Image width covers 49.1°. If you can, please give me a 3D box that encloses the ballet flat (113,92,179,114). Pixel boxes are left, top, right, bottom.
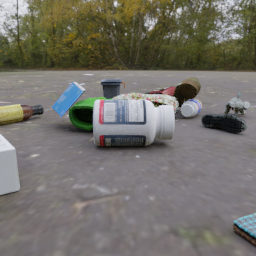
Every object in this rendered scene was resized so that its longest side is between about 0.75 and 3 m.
[{"bbox_3d":[0.541,-0.780,10.290,2.647,1.001,0.846,-3,34,6],"label":"ballet flat"}]

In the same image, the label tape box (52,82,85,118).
[{"bbox_3d":[-1.879,-0.931,8.857,0.459,1.045,1.449,41,4,-10],"label":"label tape box"}]

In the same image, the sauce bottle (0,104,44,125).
[{"bbox_3d":[-3.869,-0.513,9.804,0.629,0.629,1.906,11,15,36],"label":"sauce bottle"}]

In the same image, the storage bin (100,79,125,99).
[{"bbox_3d":[-0.739,-1.872,14.132,1.184,1.092,1.626,1,15,2],"label":"storage bin"}]

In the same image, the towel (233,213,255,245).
[{"bbox_3d":[2.658,1.272,3.437,2.190,0.238,1.606,-7,15,-26],"label":"towel"}]

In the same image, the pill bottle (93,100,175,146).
[{"bbox_3d":[0.130,-0.130,7.101,1.947,1.164,1.164,1,14,-2],"label":"pill bottle"}]

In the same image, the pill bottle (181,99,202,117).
[{"bbox_3d":[2.376,-0.740,10.578,0.624,0.624,1.114,7,15,25],"label":"pill bottle"}]

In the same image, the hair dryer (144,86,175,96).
[{"bbox_3d":[1.905,-1.829,15.427,1.844,0.658,2.421,-14,7,3],"label":"hair dryer"}]

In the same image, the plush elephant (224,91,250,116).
[{"bbox_3d":[4.184,-0.813,10.718,0.813,0.988,0.765,10,34,11],"label":"plush elephant"}]

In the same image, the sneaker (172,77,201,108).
[{"bbox_3d":[2.391,-1.640,10.965,0.802,1.073,2.391,37,-12,2],"label":"sneaker"}]

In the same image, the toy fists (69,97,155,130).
[{"bbox_3d":[-0.350,-0.388,8.636,2.820,0.970,1.438,5,22,14],"label":"toy fists"}]

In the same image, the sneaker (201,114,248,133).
[{"bbox_3d":[3.034,-0.218,8.683,0.595,0.566,1.500,-9,17,-38],"label":"sneaker"}]

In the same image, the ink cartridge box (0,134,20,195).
[{"bbox_3d":[-2.910,0.588,4.977,1.373,0.797,1.903,-10,17,-35],"label":"ink cartridge box"}]
